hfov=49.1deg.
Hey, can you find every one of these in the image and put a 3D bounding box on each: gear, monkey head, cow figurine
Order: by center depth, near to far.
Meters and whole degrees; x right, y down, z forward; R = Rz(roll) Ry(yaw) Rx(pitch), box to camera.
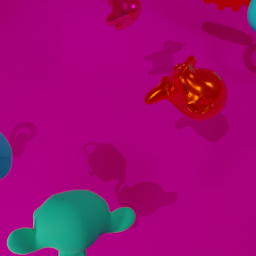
[{"bbox_3d":[-0.761,1.451,3.908,1.642,0.989,1.181,-6,95,-20],"label":"monkey head"},{"bbox_3d":[1.053,-0.545,4.988,1.327,1.845,1.112,-36,87,18],"label":"monkey head"},{"bbox_3d":[0.057,-2.888,5.813,1.379,0.769,1.402,-22,78,30],"label":"cow figurine"},{"bbox_3d":[2.481,-3.734,7.097,1.779,1.779,0.329,26,79,14],"label":"gear"}]

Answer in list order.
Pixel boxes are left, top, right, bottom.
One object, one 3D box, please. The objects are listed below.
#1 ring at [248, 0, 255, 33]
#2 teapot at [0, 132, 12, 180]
[{"bbox_3d":[3.389,-2.734,6.315,0.272,1.358,1.358,7,51,-44],"label":"ring"},{"bbox_3d":[-2.027,0.374,3.464,0.861,1.093,1.758,-42,61,-1],"label":"teapot"}]
